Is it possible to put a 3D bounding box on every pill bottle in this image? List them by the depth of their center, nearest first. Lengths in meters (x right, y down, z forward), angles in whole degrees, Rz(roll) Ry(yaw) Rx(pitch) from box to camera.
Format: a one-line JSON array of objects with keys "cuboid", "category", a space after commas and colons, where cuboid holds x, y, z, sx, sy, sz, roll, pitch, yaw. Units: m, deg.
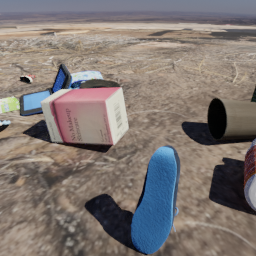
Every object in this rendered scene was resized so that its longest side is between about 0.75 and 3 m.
[{"cuboid": [3.629, 1.067, 7.111, 1.265, 1.265, 2.256, 9, 28, 18], "category": "pill bottle"}]

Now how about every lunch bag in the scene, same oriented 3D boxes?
[{"cuboid": [-2.199, -2.138, 13.734, 1.856, 1.183, 1.578, 2, 25, -17], "category": "lunch bag"}]

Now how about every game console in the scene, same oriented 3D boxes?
[{"cuboid": [-3.780, -1.828, 12.721, 1.579, 2.278, 2.668, 16, 18, -28], "category": "game console"}]

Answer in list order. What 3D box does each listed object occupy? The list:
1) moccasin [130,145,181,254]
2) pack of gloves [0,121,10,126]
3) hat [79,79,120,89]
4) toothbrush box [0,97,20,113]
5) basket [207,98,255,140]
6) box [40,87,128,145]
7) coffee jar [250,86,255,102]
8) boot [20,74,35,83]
[{"cuboid": [0.675, 1.415, 5.514, 0.891, 2.214, 0.755, 20, 16, 16], "category": "moccasin"}, {"cuboid": [-5.438, -0.341, 9.811, 2.145, 0.504, 2.553, 1, 2, -10], "category": "pack of gloves"}, {"cuboid": [-1.262, -1.344, 12.457, 2.097, 0.846, 2.097, 0, 41, 0], "category": "hat"}, {"cuboid": [-5.363, -1.006, 12.290, 0.972, 0.419, 0.708, -19, 32, -31], "category": "toothbrush box"}, {"cuboid": [4.094, -0.279, 9.799, 2.087, 1.419, 1.881, 2, 21, -3], "category": "basket"}, {"cuboid": [-1.408, -0.412, 9.400, 2.445, 1.563, 1.332, 1, 26, 23], "category": "box"}, {"cuboid": [5.843, -1.649, 11.728, 1.073, 2.057, 0.877, -5, 27, -10], "category": "coffee jar"}, {"cuboid": [-5.593, -2.874, 16.128, 1.119, 0.405, 0.807, 19, 30, 39], "category": "boot"}]
